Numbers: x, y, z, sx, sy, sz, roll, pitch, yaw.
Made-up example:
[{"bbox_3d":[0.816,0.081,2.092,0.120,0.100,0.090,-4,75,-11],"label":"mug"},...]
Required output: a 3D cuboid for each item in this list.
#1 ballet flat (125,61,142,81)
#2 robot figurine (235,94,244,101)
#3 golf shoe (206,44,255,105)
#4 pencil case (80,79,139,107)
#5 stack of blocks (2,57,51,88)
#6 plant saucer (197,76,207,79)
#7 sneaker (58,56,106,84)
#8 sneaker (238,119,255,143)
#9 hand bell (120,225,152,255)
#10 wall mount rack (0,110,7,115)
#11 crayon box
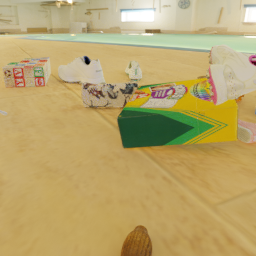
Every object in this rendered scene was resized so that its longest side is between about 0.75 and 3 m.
[{"bbox_3d":[0.294,-2.811,13.245,0.788,0.788,2.270,-2,22,-4],"label":"ballet flat"},{"bbox_3d":[2.654,-1.155,9.237,2.357,0.686,1.709,-12,25,-29],"label":"robot figurine"},{"bbox_3d":[1.712,-0.934,4.484,0.826,0.680,1.806,-9,29,23],"label":"golf shoe"},{"bbox_3d":[-0.562,-1.081,8.795,1.940,0.867,0.755,0,-2,0],"label":"pencil case"},{"bbox_3d":[-4.376,-2.530,12.443,1.577,0.802,2.740,-3,22,-8],"label":"stack of blocks"},{"bbox_3d":[3.541,-2.028,12.018,1.145,0.203,1.145,0,22,0],"label":"plant saucer"},{"bbox_3d":[-1.979,-2.485,11.843,2.758,1.201,1.028,16,28,37],"label":"sneaker"},{"bbox_3d":[2.779,0.020,6.721,0.590,0.425,1.128,-4,25,-18],"label":"sneaker"},{"bbox_3d":[-0.009,1.533,2.604,1.152,1.152,2.213,3,11,7],"label":"hand bell"},{"bbox_3d":[-4.310,-0.418,7.545,1.838,0.685,1.597,8,27,18],"label":"wall mount rack"},{"bbox_3d":[1.257,-0.509,6.914,2.415,0.816,2.799,-6,21,15],"label":"crayon box"}]
